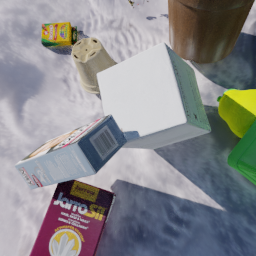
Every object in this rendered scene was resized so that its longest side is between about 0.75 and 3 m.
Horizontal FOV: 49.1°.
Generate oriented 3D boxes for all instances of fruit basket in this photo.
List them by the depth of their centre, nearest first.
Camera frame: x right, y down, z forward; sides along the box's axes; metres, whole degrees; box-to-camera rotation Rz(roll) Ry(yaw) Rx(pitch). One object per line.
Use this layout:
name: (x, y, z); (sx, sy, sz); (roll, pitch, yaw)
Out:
fruit basket: (3.874, 0.019, 7.542); (2.303, 3.193, 3.193); (33, 76, -28)

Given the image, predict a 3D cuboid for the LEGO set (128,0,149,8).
LEGO set: (0.448, -4.269, 9.044); (0.600, 0.262, 0.924); (36, 102, -12)

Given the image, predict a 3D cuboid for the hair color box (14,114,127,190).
hair color box: (-1.343, 0.588, 6.293); (0.747, 2.465, 1.220); (60, 41, -12)

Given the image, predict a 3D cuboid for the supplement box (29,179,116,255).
supplement box: (-1.362, 2.559, 7.187); (1.498, 1.181, 2.289); (18, 76, 3)

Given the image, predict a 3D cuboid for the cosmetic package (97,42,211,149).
cosmetic package: (0.736, -0.602, 7.158); (1.907, 2.293, 1.919); (-19, 76, 26)

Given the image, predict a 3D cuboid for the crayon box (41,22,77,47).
crayon box: (-2.218, -3.033, 9.056); (1.112, 0.282, 0.706); (-3, 76, 3)

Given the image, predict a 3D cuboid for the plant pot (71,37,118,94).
plant pot: (-0.994, -1.879, 8.083); (1.331, 1.219, 1.331); (-7, 60, 13)

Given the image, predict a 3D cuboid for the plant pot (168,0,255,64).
plant pot: (2.207, -3.419, 7.722); (2.712, 2.684, 2.712); (-2, 58, 3)
